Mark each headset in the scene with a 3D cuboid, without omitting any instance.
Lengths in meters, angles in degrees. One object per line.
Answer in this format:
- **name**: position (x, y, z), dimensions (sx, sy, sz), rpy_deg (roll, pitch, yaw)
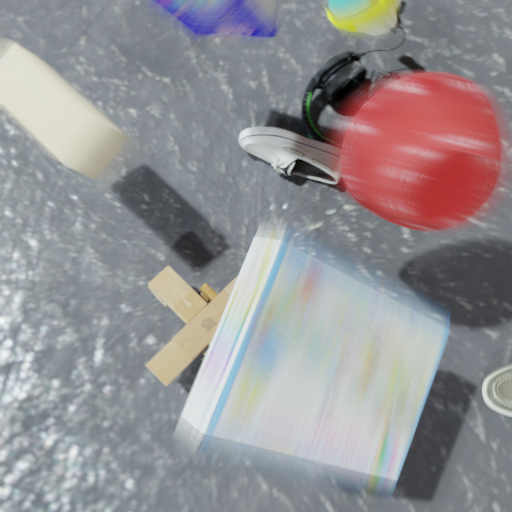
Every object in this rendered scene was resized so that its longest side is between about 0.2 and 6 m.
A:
- **headset**: position (2.078, -3.422, 10.910), dimensions (1.848, 1.406, 2.993), rpy_deg (28, 85, 8)

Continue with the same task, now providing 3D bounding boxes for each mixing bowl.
- **mixing bowl**: position (2.289, -1.152, 7.318), dimensions (2.183, 2.183, 1.183), rpy_deg (-5, 34, -2)

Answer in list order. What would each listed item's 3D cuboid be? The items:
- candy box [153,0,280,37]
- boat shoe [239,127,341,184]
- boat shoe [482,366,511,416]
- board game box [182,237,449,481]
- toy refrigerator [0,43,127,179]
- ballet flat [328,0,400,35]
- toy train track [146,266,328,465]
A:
- **candy box**: position (-0.661, -3.904, 8.259), dimensions (1.518, 1.796, 0.692), rpy_deg (11, 90, 23)
- **boat shoe**: position (0.649, -1.871, 10.767), dimensions (2.104, 0.757, 0.692), rpy_deg (16, 67, -3)
- **boat shoe**: position (5.156, 2.191, 9.314), dimensions (2.612, 0.781, 0.933), rpy_deg (-2, 71, -1)
- **board game box**: position (0.912, 1.368, 6.818), dimensions (3.200, 0.548, 2.151), rpy_deg (27, 82, -33)
- **toy refrigerator**: position (-3.008, -2.162, 8.418), dimensions (2.177, 0.762, 0.826), rpy_deg (41, 95, 18)
- **ballet flat**: position (1.726, -3.734, 8.034), dimensions (0.896, 0.899, 2.683), rpy_deg (-4, 44, 29)
- **toy train track**: position (-0.212, 1.857, 9.565), dimensions (4.187, 0.681, 2.401), rpy_deg (44, 69, 8)
